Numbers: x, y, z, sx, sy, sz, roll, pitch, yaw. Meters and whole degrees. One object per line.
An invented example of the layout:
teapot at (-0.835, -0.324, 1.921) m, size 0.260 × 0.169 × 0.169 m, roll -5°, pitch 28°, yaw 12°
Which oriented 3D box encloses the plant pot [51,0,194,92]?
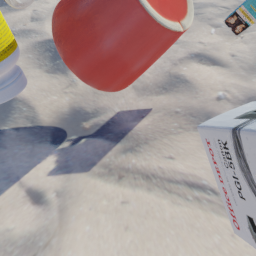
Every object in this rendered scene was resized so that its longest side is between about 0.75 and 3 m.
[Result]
plant pot at (-0.045, -2.635, 6.758) m, size 2.870 × 2.540 × 2.870 m, roll 14°, pitch 67°, yaw -36°

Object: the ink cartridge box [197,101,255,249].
ink cartridge box at (2.157, 0.737, 3.326) m, size 1.152 × 2.040 × 2.780 m, roll -22°, pitch 5°, yaw -9°

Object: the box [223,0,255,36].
box at (3.610, -3.440, 8.345) m, size 0.669 × 1.626 × 0.400 m, roll 45°, pitch 76°, yaw -4°

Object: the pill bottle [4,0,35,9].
pill bottle at (-3.036, -3.737, 6.836) m, size 1.624 × 0.901 × 0.901 m, roll 44°, pitch 57°, yaw 15°

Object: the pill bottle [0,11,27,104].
pill bottle at (-3.173, -1.862, 5.513) m, size 1.566 × 2.785 × 1.566 m, roll -11°, pitch 39°, yaw 9°
